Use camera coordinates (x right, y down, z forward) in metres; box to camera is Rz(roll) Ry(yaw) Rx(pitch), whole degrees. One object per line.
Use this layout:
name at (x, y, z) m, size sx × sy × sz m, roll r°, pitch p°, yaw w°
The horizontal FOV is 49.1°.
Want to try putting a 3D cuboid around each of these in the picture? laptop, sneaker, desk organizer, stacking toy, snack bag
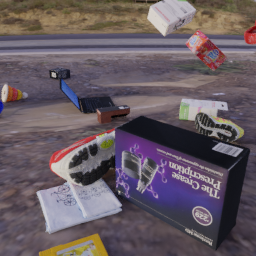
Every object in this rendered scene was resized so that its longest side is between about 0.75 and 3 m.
laptop at (-1.696, -1.435, 11.711) m, size 2.188 × 1.130 × 1.939 m, roll -5°, pitch 24°, yaw -11°
sneaker at (2.956, -0.026, 9.154) m, size 0.805 × 0.697 × 1.782 m, roll -4°, pitch 26°, yaw -36°
desk organizer at (-0.528, -0.514, 10.392) m, size 1.200 × 0.462 × 0.431 m, roll -10°, pitch 25°, yaw -21°
sneaker at (-0.665, 0.496, 7.203) m, size 1.269 × 1.151 × 2.989 m, roll 4°, pitch 14°, yaw 41°
stacking toy at (-5.090, -1.499, 12.678) m, size 1.073 × 0.784 × 0.784 m, roll 7°, pitch 15°, yaw -37°
snack bag at (-1.106, 1.521, 6.024) m, size 1.555 × 0.166 × 1.466 m, roll -11°, pitch 26°, yaw -23°

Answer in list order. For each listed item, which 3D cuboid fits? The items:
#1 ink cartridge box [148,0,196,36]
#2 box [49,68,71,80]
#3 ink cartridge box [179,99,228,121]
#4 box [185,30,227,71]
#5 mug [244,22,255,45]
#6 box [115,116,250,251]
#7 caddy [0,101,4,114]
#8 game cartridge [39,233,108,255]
ink cartridge box at (1.363, -3.579, 8.824) m, size 1.222 × 0.513 × 0.889 m, roll -34°, pitch 74°, yaw -21°
box at (-4.045, -3.224, 16.642) m, size 0.877 × 0.524 × 0.892 m, roll 18°, pitch 29°, yaw 36°
ink cartridge box at (2.845, -0.655, 10.586) m, size 1.683 × 0.567 × 0.986 m, roll 6°, pitch 24°, yaw 14°
box at (2.215, -2.172, 7.885) m, size 1.118 × 0.534 × 0.557 m, roll 24°, pitch 31°, yaw -41°
mug at (3.476, -2.350, 6.295) m, size 1.590 × 1.195 × 1.792 m, roll 15°, pitch 24°, yaw -2°
box at (0.897, 0.927, 5.474) m, size 2.392 × 1.688 × 0.943 m, roll 19°, pitch 33°, yaw 38°
caddy at (-5.738, -0.803, 10.384) m, size 2.013 × 1.056 × 1.423 m, roll -8°, pitch 45°, yaw -12°
game cartridge at (-0.842, 2.192, 4.450) m, size 1.087 × 0.176 × 0.958 m, roll -9°, pitch 25°, yaw -23°
